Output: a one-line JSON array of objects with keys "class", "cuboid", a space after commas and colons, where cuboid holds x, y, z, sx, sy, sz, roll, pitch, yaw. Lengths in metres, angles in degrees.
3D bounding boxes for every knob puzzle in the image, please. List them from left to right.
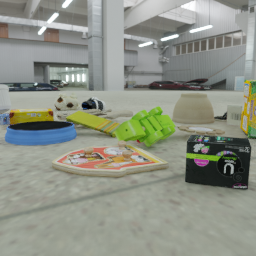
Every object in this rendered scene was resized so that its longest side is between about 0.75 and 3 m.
[{"class": "knob puzzle", "cuboid": [-0.547, 0.589, 6.187, 2.433, 0.337, 2.433, 0, 10, 0]}]

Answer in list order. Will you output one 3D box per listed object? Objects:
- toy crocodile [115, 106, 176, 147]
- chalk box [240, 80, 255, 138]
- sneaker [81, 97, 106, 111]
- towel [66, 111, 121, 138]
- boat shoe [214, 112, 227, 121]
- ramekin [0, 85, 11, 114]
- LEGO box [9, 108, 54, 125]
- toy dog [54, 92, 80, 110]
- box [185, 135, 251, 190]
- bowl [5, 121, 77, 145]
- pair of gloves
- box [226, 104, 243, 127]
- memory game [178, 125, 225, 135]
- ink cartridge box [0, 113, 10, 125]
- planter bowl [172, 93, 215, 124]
[{"class": "toy crocodile", "cuboid": [0.648, 0.007, 8.155, 0.854, 0.934, 2.766, -40, -11, 28]}, {"class": "chalk box", "cuboid": [5.316, -0.636, 8.966, 2.930, 1.814, 1.823, 2, 10, 14]}, {"class": "sneaker", "cuboid": [-2.330, -1.431, 16.732, 1.215, 0.794, 2.172, -5, 12, -32]}, {"class": "towel", "cuboid": [-1.088, -0.161, 9.423, 1.912, 0.173, 0.823, 18, 28, 21]}, {"class": "boat shoe", "cuboid": [4.508, -0.539, 12.533, 1.327, 0.440, 0.496, 1, 10, 9]}, {"class": "ramekin", "cuboid": [-6.123, -1.013, 12.013, 2.232, 1.040, 2.232, -19, 4, 2]}, {"class": "LEGO box", "cuboid": [-3.816, -0.398, 11.123, 1.621, 0.625, 1.207, -3, 10, -19]}, {"class": "toy dog", "cuboid": [-3.820, -1.494, 17.145, 1.488, 1.039, 1.443, -7, 47, -45]}, {"class": "box", "cuboid": [1.582, 0.568, 4.975, 1.040, 0.773, 0.647, 3, 10, 18]}, {"class": "bowl", "cuboid": [-2.709, 0.103, 8.804, 2.160, 0.424, 2.160, 0, 10, 0]}, {"class": "pair of gloves", "cuboid": [-1.437, -0.430, 11.780, 2.461, 0.507, 2.894, -11, 11, -32]}, {"class": "box", "cuboid": [4.881, -0.543, 11.350, 1.534, 0.836, 0.981, -6, 11, -32]}, {"class": "memory game", "cuboid": [2.278, 0.069, 8.806, 1.467, 0.093, 1.467, 4, 9, -1]}, {"class": "ink cartridge box", "cuboid": [-5.250, -0.378, 11.715, 1.096, 0.418, 0.748, -5, 10, -16]}, {"class": "planter bowl", "cuboid": [2.892, -0.916, 12.384, 1.856, 1.249, 1.856, 0, 9, 0]}]
